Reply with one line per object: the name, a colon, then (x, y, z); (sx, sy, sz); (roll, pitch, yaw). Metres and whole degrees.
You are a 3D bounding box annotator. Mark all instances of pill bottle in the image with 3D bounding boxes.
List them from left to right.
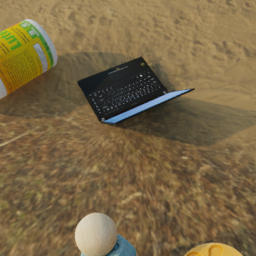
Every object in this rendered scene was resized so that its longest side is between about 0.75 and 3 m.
pill bottle: (-3.779, -1.917, 8.459); (1.630, 1.630, 2.935); (37, 62, 23)

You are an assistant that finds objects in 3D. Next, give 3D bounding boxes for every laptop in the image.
laptop: (0.058, -1.235, 8.149); (2.416, 1.408, 2.726); (-24, 63, -15)

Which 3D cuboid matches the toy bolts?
toy bolts: (0.415, 2.253, 4.653); (2.786, 1.932, 2.661); (0, 27, 44)
